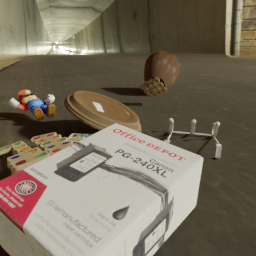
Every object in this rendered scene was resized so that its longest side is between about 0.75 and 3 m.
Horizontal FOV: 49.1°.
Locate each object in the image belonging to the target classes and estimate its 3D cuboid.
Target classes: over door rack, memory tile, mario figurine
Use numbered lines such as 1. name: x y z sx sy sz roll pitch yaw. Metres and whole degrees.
1. over door rack: 1.688 0.136 7.256 1.331 0.600 1.802 4 19 12
2. memory tile: 1.018 -1.605 11.277 1.026 0.787 0.086 -18 31 47
3. mario figurine: -3.186 -0.899 9.324 1.776 0.941 1.096 26 1 41

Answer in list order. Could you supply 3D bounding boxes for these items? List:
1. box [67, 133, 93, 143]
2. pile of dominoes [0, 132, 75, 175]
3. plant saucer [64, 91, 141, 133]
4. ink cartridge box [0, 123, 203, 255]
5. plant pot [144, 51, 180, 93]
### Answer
1. box: -0.524 0.533 6.393 1.965 0.392 1.345 2 17 6
2. pile of dominoes: -2.096 0.464 5.650 2.029 0.415 2.604 -22 21 -28
3. plant saucer: -0.641 -0.475 7.996 2.350 0.346 2.350 22 20 -9
4. ink cartridge box: -0.303 0.913 3.630 1.649 0.946 2.270 21 35 34
5. plant pot: 1.530 -2.540 13.870 1.856 1.856 1.986 5 36 15
